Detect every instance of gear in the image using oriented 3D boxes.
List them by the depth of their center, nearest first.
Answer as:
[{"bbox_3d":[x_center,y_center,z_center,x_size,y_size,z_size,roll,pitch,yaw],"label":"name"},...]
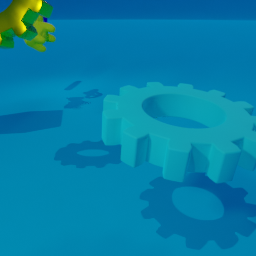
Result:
[{"bbox_3d":[0.596,-0.070,3.139,1.756,0.325,1.756,4,28,-2],"label":"gear"},{"bbox_3d":[-1.673,-1.796,3.525,1.507,1.507,0.279,5,9,11],"label":"gear"}]

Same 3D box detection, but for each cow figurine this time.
[{"bbox_3d":[-2.461,-2.569,7.342,1.111,0.620,1.129,22,54,4],"label":"cow figurine"}]

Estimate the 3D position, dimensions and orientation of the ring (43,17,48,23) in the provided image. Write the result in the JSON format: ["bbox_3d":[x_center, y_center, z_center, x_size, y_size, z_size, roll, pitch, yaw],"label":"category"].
[{"bbox_3d":[-3.025,-3.801,9.046,0.284,1.418,1.418,-7,22,11],"label":"ring"}]
